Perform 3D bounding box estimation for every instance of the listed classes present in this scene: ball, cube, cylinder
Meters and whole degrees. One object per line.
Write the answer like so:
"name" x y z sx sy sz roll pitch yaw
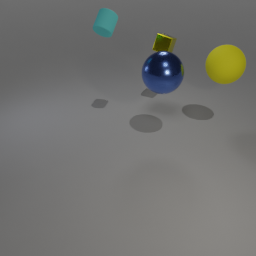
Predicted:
"ball" 3.547 -2.309 10.210 1.400 1.400 1.400 0 31 0
"ball" 1.146 -1.822 9.254 1.400 1.400 1.400 0 31 0
"cube" 1.538 -3.529 11.787 0.700 0.700 0.700 25 26 16
"cylinder" -0.771 -3.592 9.589 0.700 0.700 0.700 19 -8 3
